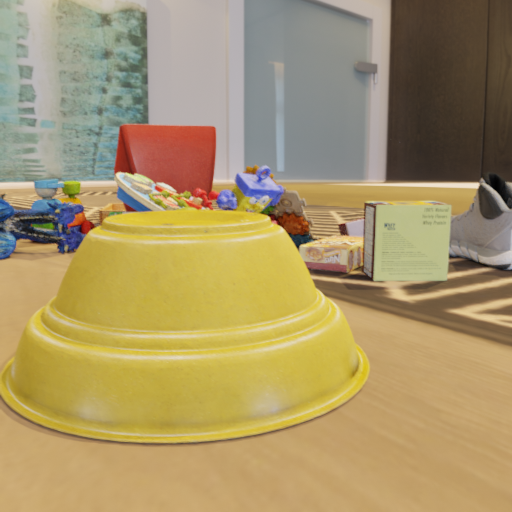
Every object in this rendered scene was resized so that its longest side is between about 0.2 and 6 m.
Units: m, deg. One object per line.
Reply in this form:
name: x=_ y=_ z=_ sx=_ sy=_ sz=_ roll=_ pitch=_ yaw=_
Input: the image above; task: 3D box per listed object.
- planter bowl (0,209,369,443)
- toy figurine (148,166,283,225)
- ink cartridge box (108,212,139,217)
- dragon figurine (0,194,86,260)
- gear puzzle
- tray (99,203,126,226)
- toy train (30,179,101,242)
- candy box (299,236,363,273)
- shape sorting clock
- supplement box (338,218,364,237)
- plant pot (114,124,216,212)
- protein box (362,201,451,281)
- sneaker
planter bowl: x=-0.584 y=0.284 z=4.849 sx=3.111 sy=1.296 sz=3.111 roll=-1 pitch=10 yaw=0
toy figurine: x=-0.347 y=-0.962 z=8.458 sx=2.184 sy=1.309 sz=1.152 roll=1 pitch=50 yaw=-42
ink cartridge box: x=-2.187 y=-0.415 z=10.420 sx=1.052 sy=0.771 sz=0.437 roll=-2 pitch=16 yaw=-8
dragon figurine: x=-4.966 y=-0.516 z=10.000 sx=3.796 sy=1.117 sz=1.887 roll=-7 pitch=12 yaw=-42
gear puzzle: x=0.346 y=-0.739 z=9.775 sx=1.153 sy=2.226 sz=0.291 roll=6 pitch=55 yaw=26
tray: x=-3.698 y=-1.205 z=16.057 sx=1.245 sy=0.467 sz=2.524 roll=-1 pitch=11 yaw=-8
toy train: x=-4.117 y=-1.084 z=12.639 sx=0.986 sy=1.348 sz=2.329 roll=4 pitch=11 yaw=20
candy box: x=1.410 y=-0.056 z=9.412 sx=0.837 sy=0.401 sz=1.449 roll=4 pitch=10 yaw=30
shape sorting clock: x=-1.169 y=-0.788 z=10.162 sx=2.956 sy=0.580 sz=2.956 roll=27 pitch=12 yaw=-6
supplement box: x=2.081 y=-0.549 z=11.276 sx=0.684 sy=0.383 sz=1.258 roll=-14 pitch=2 yaw=1
plant pot: x=-2.037 y=-1.614 z=12.906 sx=2.148 sy=1.893 sz=2.146 roll=-4 pitch=-20 yaw=-19
protein box: x=2.222 y=-0.243 z=8.391 sx=1.109 sy=1.117 sz=0.753 roll=0 pitch=10 yaw=-2
sneaker: x=3.895 y=-0.719 z=9.932 sx=0.999 sy=1.538 sz=2.663 roll=-3 pitch=11 yaw=-20
